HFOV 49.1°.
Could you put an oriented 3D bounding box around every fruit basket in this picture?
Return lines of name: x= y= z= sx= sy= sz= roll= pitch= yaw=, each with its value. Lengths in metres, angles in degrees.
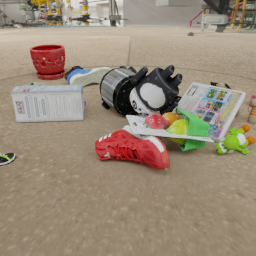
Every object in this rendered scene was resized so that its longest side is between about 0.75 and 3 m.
fruit basket: x=1.331 y=0.044 z=9.852 sx=2.636 sy=1.236 sz=2.441 roll=0 pitch=16 yaw=-8

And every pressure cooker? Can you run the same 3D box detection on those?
pressure cooker: x=-0.227 y=-1.769 z=12.983 sx=1.966 sy=1.997 sz=2.236 roll=-17 pitch=31 yaw=-24

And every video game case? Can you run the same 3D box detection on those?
video game case: x=3.170 y=-0.751 z=11.510 sx=2.366 sy=0.308 sz=2.599 roll=19 pitch=60 yaw=33

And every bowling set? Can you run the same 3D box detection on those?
bowling set: x=4.326 y=-0.994 z=12.155 sx=1.720 sy=1.327 sz=2.472 roll=-19 pitch=31 yaw=-34

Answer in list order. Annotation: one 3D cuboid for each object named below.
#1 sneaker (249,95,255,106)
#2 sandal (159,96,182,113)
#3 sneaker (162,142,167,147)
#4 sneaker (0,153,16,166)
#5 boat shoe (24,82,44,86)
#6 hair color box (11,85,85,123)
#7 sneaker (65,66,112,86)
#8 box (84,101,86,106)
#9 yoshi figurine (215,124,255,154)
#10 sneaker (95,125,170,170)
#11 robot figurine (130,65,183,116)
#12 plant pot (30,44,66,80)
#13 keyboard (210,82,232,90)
sneaker: x=6.741 y=-1.406 z=13.908 sx=1.441 sy=0.538 sz=0.581 roll=-9 pitch=27 yaw=-18
sandal: x=1.977 y=-1.176 z=13.244 sx=2.529 sy=0.605 sz=0.951 roll=5 pitch=34 yaw=11
sneaker: x=0.949 y=0.466 z=10.061 sx=0.937 sy=0.539 sz=0.354 roll=0 pitch=26 yaw=-1
sneaker: x=-4.270 y=0.966 z=9.084 sx=1.198 sy=0.496 sz=0.430 roll=-18 pitch=31 yaw=-32
boat shoe: x=-5.358 y=-2.381 z=15.994 sx=0.528 sy=0.455 sz=1.466 roll=12 pitch=28 yaw=23
hair color box: x=-3.395 y=-1.064 z=12.180 sx=2.875 sy=1.423 sz=0.872 roll=-2 pitch=26 yaw=-4
sneaker: x=-2.436 y=-3.288 z=17.103 sx=2.882 sy=1.106 sz=1.603 roll=-22 pitch=42 yaw=-26
box: x=-2.666 y=-1.162 z=13.782 sx=1.030 sy=0.201 sz=0.705 roll=7 pitch=27 yaw=15
yoshi figurine: x=3.804 y=0.440 z=9.747 sx=1.691 sy=0.947 sz=0.951 roll=-21 pitch=39 yaw=-31
sneaker: x=-0.028 y=0.857 z=8.976 sx=1.666 sy=1.130 sz=2.883 roll=-22 pitch=20 yaw=-22
robot figurine: x=1.024 y=-1.366 z=10.377 sx=1.316 sy=2.108 sz=1.584 roll=10 pitch=48 yaw=-52
plant pot: x=-5.112 y=-4.253 z=18.112 sx=2.151 sy=1.959 sz=2.151 roll=0 pitch=25 yaw=0
keyboard: x=4.997 y=-2.056 z=15.555 sx=1.759 sy=0.285 sz=2.767 roll=8 pitch=25 yaw=1
